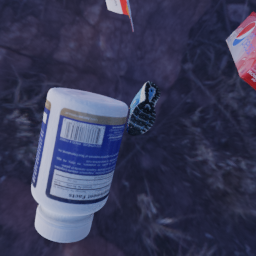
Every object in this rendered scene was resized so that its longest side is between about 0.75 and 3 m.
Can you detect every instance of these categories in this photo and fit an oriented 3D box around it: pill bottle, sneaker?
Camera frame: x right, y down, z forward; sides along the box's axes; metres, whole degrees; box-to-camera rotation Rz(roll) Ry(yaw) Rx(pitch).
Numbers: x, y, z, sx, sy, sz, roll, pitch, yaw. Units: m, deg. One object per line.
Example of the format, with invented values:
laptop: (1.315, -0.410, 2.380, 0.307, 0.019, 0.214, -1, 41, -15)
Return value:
pill bottle: (-0.976, 0.677, 5.284, 1.471, 1.471, 2.650, 14, 101, 2)
sneaker: (0.290, -0.358, 6.118, 0.535, 0.614, 1.366, 34, 56, -15)

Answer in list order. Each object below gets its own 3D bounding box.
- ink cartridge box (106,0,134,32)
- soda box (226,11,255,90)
ink cartridge box: (-0.425, -3.289, 5.583, 0.632, 2.029, 2.522, -11, 42, 8)
soda box: (2.548, -1.459, 5.345, 0.779, 2.456, 0.860, 37, 121, -10)
